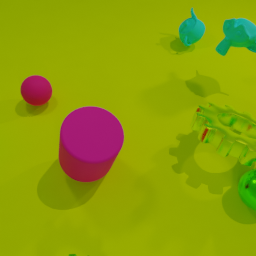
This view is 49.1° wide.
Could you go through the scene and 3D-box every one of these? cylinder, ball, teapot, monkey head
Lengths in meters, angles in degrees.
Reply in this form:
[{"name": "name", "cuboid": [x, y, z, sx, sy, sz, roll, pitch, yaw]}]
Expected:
[{"name": "cylinder", "cuboid": [-0.796, 0.365, 5.780, 1.219, 1.219, 1.219, 7, 61, -12]}, {"name": "ball", "cuboid": [-2.451, -1.004, 7.511, 0.819, 0.819, 0.819, 0, 49, 0]}, {"name": "ball", "cuboid": [2.659, 1.240, 5.617, 0.857, 0.857, 0.857, 0, 49, 0]}, {"name": "teapot", "cuboid": [2.113, -3.362, 9.457, 0.906, 0.713, 1.457, 0, 65, 41]}, {"name": "monkey head", "cuboid": [2.914, -2.401, 7.538, 0.878, 1.048, 1.457, 0, 43, -44]}]

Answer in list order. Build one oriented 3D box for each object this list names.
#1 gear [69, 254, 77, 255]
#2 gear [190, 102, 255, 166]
[{"name": "gear", "cuboid": [-0.841, 2.420, 4.434, 1.084, 1.084, 0.200, -2, 32, -2]}, {"name": "gear", "cuboid": [2.436, 0.081, 6.296, 2.001, 0.370, 2.001, 12, 30, -7]}]
